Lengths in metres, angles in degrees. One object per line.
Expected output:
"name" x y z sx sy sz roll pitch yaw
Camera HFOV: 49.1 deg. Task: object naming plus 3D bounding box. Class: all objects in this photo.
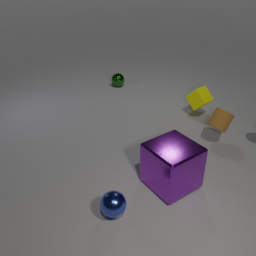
"cylinder" 3.354 -0.293 10.126 0.700 0.700 0.700 27 8 -4
"ball" -0.529 -2.523 14.708 0.700 0.700 0.700 0 33 0
"ball" -0.389 2.008 7.408 0.700 0.700 0.700 0 33 0
"cube" 3.040 -1.264 11.875 0.700 0.700 0.700 -23 81 -41
"cube" 1.310 1.109 8.334 1.400 1.400 1.400 -20 36 -29
